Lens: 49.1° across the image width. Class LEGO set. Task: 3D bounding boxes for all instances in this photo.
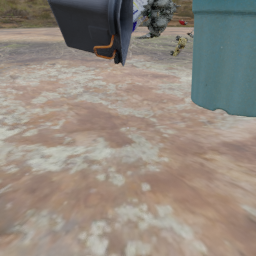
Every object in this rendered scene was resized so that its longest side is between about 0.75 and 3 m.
[{"bbox_3d":[1.055,-2.875,7.478,2.407,1.563,0.682,14,23,-35],"label":"LEGO set"}]

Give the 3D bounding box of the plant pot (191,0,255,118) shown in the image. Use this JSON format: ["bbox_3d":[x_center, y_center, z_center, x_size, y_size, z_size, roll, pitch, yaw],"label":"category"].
[{"bbox_3d":[1.890,-1.312,4.552,2.004,1.963,2.004,3,20,-1],"label":"plant pot"}]

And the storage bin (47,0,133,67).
[{"bbox_3d":[-0.781,-2.507,6.398,1.587,1.720,2.363,10,-15,5],"label":"storage bin"}]

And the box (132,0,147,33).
[{"bbox_3d":[0.390,-4.286,8.843,1.204,2.294,2.110,44,15,-7],"label":"box"}]
